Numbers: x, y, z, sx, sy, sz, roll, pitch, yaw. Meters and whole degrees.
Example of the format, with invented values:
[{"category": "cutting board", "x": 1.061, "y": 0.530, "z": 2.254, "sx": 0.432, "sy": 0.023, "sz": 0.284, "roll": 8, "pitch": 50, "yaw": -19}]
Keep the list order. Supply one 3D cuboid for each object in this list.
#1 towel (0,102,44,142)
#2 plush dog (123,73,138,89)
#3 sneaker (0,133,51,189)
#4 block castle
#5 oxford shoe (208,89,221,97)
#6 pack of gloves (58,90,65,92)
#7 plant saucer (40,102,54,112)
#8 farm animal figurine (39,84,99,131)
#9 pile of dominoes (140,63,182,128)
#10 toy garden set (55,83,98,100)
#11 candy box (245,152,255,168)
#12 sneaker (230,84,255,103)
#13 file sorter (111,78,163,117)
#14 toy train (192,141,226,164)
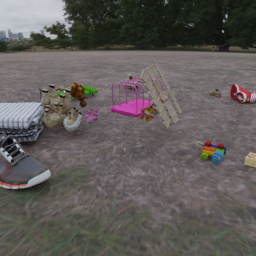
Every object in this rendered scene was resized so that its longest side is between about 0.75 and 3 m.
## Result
[{"category": "towel", "x": -4.374, "y": -0.163, "z": 10.465, "sx": 2.231, "sy": 1.153, "sz": 2.694, "roll": -1, "pitch": 18, "yaw": -7}, {"category": "plush dog", "x": 0.220, "y": -2.994, "z": 18.704, "sx": 0.910, "sy": 1.134, "sz": 0.974, "roll": -40, "pitch": 20, "yaw": -9}, {"category": "sneaker", "x": -3.338, "y": 0.787, "z": 7.723, "sx": 2.831, "sy": 1.159, "sz": 1.091, "roll": 12, "pitch": 23, "yaw": 30}, {"category": "block castle", "x": 0.873, "y": -0.757, "z": 10.622, "sx": 0.482, "sy": 0.687, "sz": 1.028, "roll": 38, "pitch": 65, "yaw": 17}, {"category": "oxford shoe", "x": 5.312, "y": -2.201, "z": 17.027, "sx": 0.403, "sy": 0.428, "sz": 1.144, "roll": -8, "pitch": 21, "yaw": -20}, {"category": "pack of gloves", "x": -3.408, "y": -2.384, "z": 17.637, "sx": 1.579, "sy": 0.371, "sz": 1.879, "roll": -11, "pitch": 23, "yaw": -24}, {"category": "plant saucer", "x": -3.848, "y": -1.199, "z": 14.333, "sx": 1.548, "sy": 0.392, "sz": 1.548, "roll": 0, "pitch": 21, "yaw": 0}, {"category": "farm animal figurine", "x": -2.480, "y": -0.605, "z": 11.479, "sx": 2.200, "sy": 1.370, "sz": 2.724, "roll": -3, "pitch": 36, "yaw": -20}, {"category": "pile of dominoes", "x": 1.138, "y": -1.169, "z": 10.344, "sx": 0.367, "sy": 2.307, "sz": 1.798, "roll": -25, "pitch": 4, "yaw": 35}, {"category": "toy garden set", "x": -3.235, "y": -2.096, "z": 16.602, "sx": 1.901, "sy": 0.455, "sz": 2.280, "roll": 27, "pitch": 33, "yaw": 36}, {"category": "candy box", "x": 4.044, "y": 1.031, "z": 8.378, "sx": 0.922, "sy": 0.255, "sz": 0.532, "roll": 14, "pitch": 23, "yaw": 35}, {"category": "sneaker", "x": 6.661, "y": -1.882, "z": 15.970, "sx": 1.160, "sy": 0.787, "sz": 2.008, "roll": 7, "pitch": 32, "yaw": -4}, {"category": "file sorter", "x": 0.496, "y": -1.661, "z": 14.016, "sx": 1.630, "sy": 1.471, "sz": 2.345, "roll": 15, "pitch": 25, "yaw": 36}, {"category": "toy train", "x": 2.483, "y": 0.761, "z": 8.936, "sx": 1.133, "sy": 0.479, "sz": 0.655, "roll": 11, "pitch": 36, "yaw": 28}]
